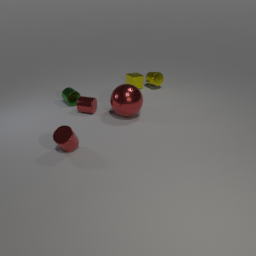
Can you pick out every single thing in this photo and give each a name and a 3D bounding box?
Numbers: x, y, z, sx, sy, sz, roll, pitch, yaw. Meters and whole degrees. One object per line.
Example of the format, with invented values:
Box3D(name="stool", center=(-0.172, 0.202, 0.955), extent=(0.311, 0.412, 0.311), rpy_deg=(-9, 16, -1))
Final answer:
Box3D(name="cylinder", center=(-2.659, -1.477, 13.121), extent=(0.700, 0.700, 0.700), rpy_deg=(-17, 32, -29))
Box3D(name="ball", center=(-0.056, -1.165, 11.830), extent=(1.400, 1.400, 1.400), rpy_deg=(0, 29, 0))
Box3D(name="cylinder", center=(-2.103, 0.370, 9.533), extent=(0.700, 0.700, 0.700), rpy_deg=(-4, 62, 7))
Box3D(name="cylinder", center=(1.405, -2.625, 14.858), extent=(0.700, 0.700, 0.700), rpy_deg=(-16, 21, -27))
Box3D(name="cube", center=(0.346, -2.516, 14.948), extent=(0.700, 0.700, 0.700), rpy_deg=(-12, 29, -27))
Box3D(name="cylinder", center=(-1.796, -1.021, 12.307), extent=(0.700, 0.700, 0.700), rpy_deg=(8, 30, 14))
